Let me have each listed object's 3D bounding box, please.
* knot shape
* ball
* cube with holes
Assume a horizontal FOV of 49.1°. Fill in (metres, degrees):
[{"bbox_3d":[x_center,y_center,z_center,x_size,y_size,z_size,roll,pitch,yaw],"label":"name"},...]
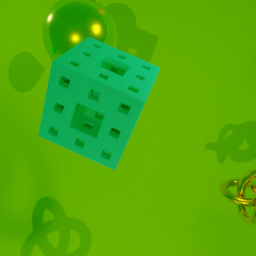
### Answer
[{"bbox_3d":[2.508,1.288,5.650,1.036,1.108,0.512,-40,132,12],"label":"knot shape"},{"bbox_3d":[-0.733,-1.412,4.323,1.144,1.144,1.144,0,87,0],"label":"ball"},{"bbox_3d":[-0.343,-0.349,3.594,1.046,1.046,1.046,24,125,1],"label":"cube with holes"}]
